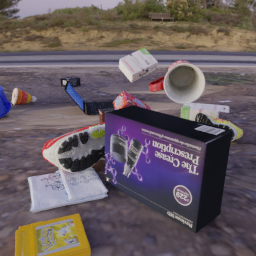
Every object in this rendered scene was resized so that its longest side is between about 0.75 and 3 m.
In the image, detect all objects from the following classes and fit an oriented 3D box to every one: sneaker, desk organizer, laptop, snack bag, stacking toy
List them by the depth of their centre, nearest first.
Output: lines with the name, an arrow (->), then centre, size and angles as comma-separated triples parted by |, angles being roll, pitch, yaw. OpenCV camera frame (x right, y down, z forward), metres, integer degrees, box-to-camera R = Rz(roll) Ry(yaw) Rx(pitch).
snack bag -> -1.377, 1.235, 6.124 | 1.555, 0.166, 1.466 | -8, 21, -20
sneaker -> -0.836, 0.303, 7.338 | 2.989, 1.151, 1.269 | -10, 9, -44
sneaker -> 2.903, -0.004, 9.070 | 0.805, 0.697, 1.782 | -3, 24, -32
desk organizer -> -0.475, -0.484, 10.573 | 1.200, 0.462, 0.431 | -7, 20, -18
laptop -> -1.535, -1.338, 12.022 | 2.188, 1.130, 1.939 | -3, 20, -8
stacking toy -> -4.849, -1.406, 13.188 | 1.073, 0.784, 0.784 | 10, 11, -35

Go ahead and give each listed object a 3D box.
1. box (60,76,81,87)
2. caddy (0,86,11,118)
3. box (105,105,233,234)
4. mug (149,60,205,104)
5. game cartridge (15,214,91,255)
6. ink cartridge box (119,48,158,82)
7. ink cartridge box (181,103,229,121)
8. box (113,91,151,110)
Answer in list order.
box -> -3.525, -2.838, 17.200 | 0.877, 0.524, 0.892 | 17, 26, 40
caddy -> -5.660, -0.887, 10.914 | 2.013, 1.056, 1.423 | -5, 41, -9
box -> 0.628, 0.638, 5.516 | 0.943, 1.688, 2.392 | -19, 26, -41
mug -> 1.566, -1.638, 8.958 | 1.590, 1.195, 1.792 | 16, 22, 2
game cartridge -> -1.228, 1.803, 4.494 | 1.087, 0.176, 0.958 | -6, 20, -20
ink cartridge box -> 0.385, -2.449, 10.867 | 1.222, 0.513, 0.889 | -30, 69, -20
ink cartridge box -> 2.905, -0.536, 10.560 | 1.683, 0.567, 0.986 | 7, 20, 18
box -> 0.174, -0.532, 8.189 | 1.118, 0.534, 0.557 | 26, 28, -36
